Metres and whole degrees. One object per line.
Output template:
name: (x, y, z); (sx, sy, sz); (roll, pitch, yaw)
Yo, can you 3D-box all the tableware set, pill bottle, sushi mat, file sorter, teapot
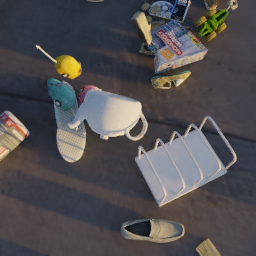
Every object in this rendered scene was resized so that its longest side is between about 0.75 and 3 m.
tableware set: (0.808, -4.996, 12.148); (0.942, 0.131, 1.127); (37, 86, 28)
pill bottle: (-4.396, 0.449, 9.325); (1.131, 1.131, 1.952); (39, 72, 16)
sushi mat: (2.542, 3.922, 8.353); (0.524, 0.066, 1.095); (-31, 69, -13)
file sorter: (1.776, 0.987, 8.839); (2.562, 1.595, 1.778); (-24, 68, -11)
teapot: (-0.552, -0.337, 9.052); (2.008, 1.982, 1.466); (18, 101, 19)
tableware set: (1.546, -3.616, 11.619); (1.865, 0.259, 2.233); (11, 67, 5)

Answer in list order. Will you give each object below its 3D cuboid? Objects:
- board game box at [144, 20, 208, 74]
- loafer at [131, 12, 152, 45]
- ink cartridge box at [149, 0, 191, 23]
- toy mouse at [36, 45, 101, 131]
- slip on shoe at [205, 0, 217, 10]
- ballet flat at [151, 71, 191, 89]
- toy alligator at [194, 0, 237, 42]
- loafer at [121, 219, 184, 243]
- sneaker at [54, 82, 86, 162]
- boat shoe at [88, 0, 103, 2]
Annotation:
board game box: (1.612, -3.130, 10.968); (2.079, 0.642, 2.081); (-34, 76, -17)
loafer: (0.605, -3.616, 10.235); (0.499, 1.462, 0.553); (-47, 62, -2)
ink cartridge box: (1.912, -5.491, 12.417); (1.536, 0.336, 1.551); (17, 66, 9)
toy mouse: (-1.697, -1.190, 9.359); (0.556, 2.873, 2.553); (-20, 68, 31)
slip on shoe: (3.612, -6.047, 12.577); (0.614, 0.489, 1.615); (-5, 66, -2)
ballet flat: (1.664, -1.798, 10.719); (1.557, 0.551, 0.551); (-11, 66, -6)
toy alligator: (3.660, -4.496, 11.821); (2.870, 0.690, 0.951); (-41, 99, -25)
loafer: (0.745, 3.071, 8.396); (1.923, 0.671, 0.672); (-2, 64, -1)
sneaker: (-2.015, -0.196, 9.782); (1.001, 1.110, 2.709); (-5, 88, -8)
boat shoe: (-2.029, -6.470, 12.629); (2.414, 0.755, 0.859); (27, 67, 10)
